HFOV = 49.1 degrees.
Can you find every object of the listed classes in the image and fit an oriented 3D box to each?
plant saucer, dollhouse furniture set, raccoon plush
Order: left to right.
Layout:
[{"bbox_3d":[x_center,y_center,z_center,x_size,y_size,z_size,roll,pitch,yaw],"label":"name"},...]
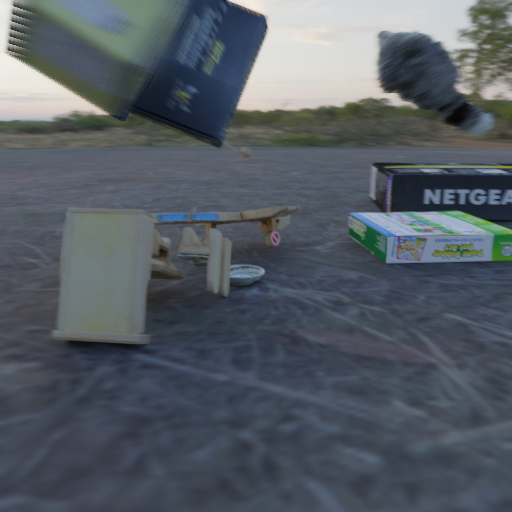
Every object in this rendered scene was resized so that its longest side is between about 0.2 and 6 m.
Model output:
[{"bbox_3d":[-1.490,0.330,6.916,1.999,1.416,2.176,2,-7,7],"label":"dollhouse furniture set"},{"bbox_3d":[-0.230,0.302,8.342,0.716,0.180,0.716,-1,14,0],"label":"plant saucer"},{"bbox_3d":[2.971,-2.866,9.110,2.445,1.183,1.638,28,23,5],"label":"raccoon plush"}]

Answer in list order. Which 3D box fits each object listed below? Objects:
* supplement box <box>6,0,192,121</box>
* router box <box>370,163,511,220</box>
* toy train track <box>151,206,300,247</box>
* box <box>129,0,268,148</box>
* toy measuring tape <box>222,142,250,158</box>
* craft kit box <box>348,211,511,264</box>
[{"bbox_3d":[-2.017,-3.044,7.344,1.675,1.677,1.126,30,-31,-15],"label":"supplement box"},{"bbox_3d":[5.417,-1.762,14.690,4.388,1.146,3.450,1,14,4],"label":"router box"},{"bbox_3d":[-0.849,-0.401,9.607,2.385,0.676,4.158,-4,0,41],"label":"toy train track"},{"bbox_3d":[-1.046,-3.269,9.606,1.836,2.329,0.594,23,-2,2],"label":"box"},{"bbox_3d":[-0.933,-2.602,10.298,2.117,0.779,0.779,28,15,-2],"label":"toy measuring tape"},{"bbox_3d":[3.202,-0.404,10.527,2.400,0.590,2.430,-4,14,-5],"label":"craft kit box"}]
